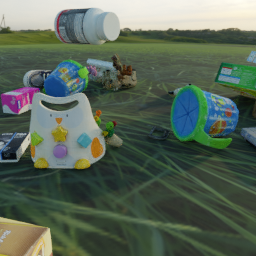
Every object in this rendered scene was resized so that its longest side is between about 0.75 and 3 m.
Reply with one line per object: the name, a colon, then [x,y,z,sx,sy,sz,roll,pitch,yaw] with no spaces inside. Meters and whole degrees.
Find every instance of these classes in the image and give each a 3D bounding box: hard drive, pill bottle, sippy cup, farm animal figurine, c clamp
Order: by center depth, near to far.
sippy cup: [2.325,-0.377,8.330,1.541,2.103,1.651,4,-11,-21]
c clamp: [0.868,0.144,8.806,0.878,0.139,1.028,9,20,9]
pill bottle: [-1.388,-3.466,9.599,2.180,1.207,1.207,14,25,33]
sippy cup: [-2.888,-2.047,12.672,1.701,2.166,1.587,31,37,2]
farm animal figurine: [-0.856,-2.497,14.505,2.409,1.211,1.945,1,0,14]
hard drive: [-1.011,-3.244,16.031,2.678,0.352,1.766,23,-8,47]

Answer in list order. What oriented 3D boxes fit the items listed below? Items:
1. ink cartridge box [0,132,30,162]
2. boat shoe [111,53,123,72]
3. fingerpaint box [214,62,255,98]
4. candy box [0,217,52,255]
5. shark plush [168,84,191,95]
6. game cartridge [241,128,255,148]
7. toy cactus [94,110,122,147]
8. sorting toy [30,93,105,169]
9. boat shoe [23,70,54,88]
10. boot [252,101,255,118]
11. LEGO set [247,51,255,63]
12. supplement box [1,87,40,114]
ink cartridge box: [-3.221,0.443,7.727,0.825,0.325,1.659,-2,20,-4]
boat shoe: [-0.470,-2.565,11.235,0.363,1.009,0.364,-31,69,-4]
fingerpaint box: [5.511,-1.871,11.827,2.265,0.996,2.714,13,10,-37]
candy box: [-2.452,1.768,3.676,2.472,0.684,1.427,5,20,16]
shark plush: [2.547,-1.557,13.140,1.563,0.710,0.651,-8,-11,43]
game cartridge: [4.134,0.440,7.733,1.250,0.370,1.928,-6,21,-5]
toy cactus: [-0.695,0.146,7.666,1.203,1.458,0.746,28,48,-30]
sorting toy: [-1.605,0.003,6.809,1.974,1.777,1.055,0,20,1]
boat shoe: [-4.273,-2.671,14.899,1.227,0.988,2.646,-1,19,20]
boot: [5.388,-0.581,9.950,1.672,0.796,2.161,13,26,18]
LEGO set: [3.879,-2.353,8.004,0.253,1.030,0.769,22,14,-24]
supplement box: [-4.237,-1.118,11.205,0.760,0.744,1.471,8,22,19]
